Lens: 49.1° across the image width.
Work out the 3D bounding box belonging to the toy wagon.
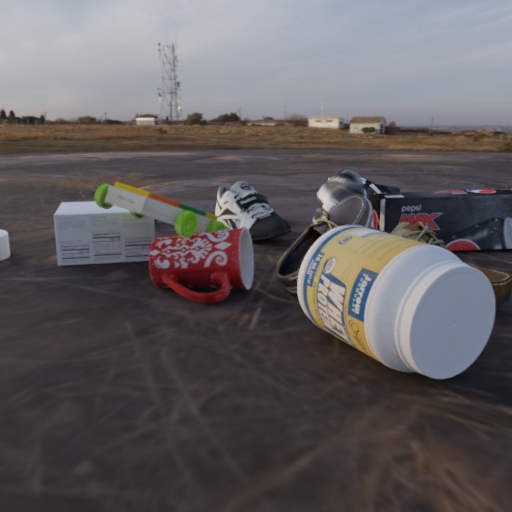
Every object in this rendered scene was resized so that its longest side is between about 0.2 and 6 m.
[{"bbox_3d":[-1.482,-0.712,9.848,1.982,0.505,2.554,20,3,29],"label":"toy wagon"}]

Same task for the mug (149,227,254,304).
[{"bbox_3d":[-0.910,0.107,8.917,1.519,1.013,1.348,-2,13,12],"label":"mug"}]

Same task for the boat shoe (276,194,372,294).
[{"bbox_3d":[1.057,-0.251,8.767,0.691,1.923,0.572,44,2,32],"label":"boat shoe"}]

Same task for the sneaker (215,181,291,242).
[{"bbox_3d":[-0.226,-1.082,13.133,1.046,1.249,2.822,-16,20,-31],"label":"sneaker"}]

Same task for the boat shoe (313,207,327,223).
[{"bbox_3d":[2.059,-1.006,13.969,0.885,0.733,2.465,-3,14,-12],"label":"boat shoe"}]

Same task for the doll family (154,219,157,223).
[{"bbox_3d":[-3.069,-1.077,14.283,1.156,0.785,2.001,-9,12,-13],"label":"doll family"}]

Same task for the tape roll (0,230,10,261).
[{"bbox_3d":[-5.662,-0.184,11.141,1.398,0.489,1.398,-1,14,0],"label":"tape roll"}]

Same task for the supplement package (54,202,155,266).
[{"bbox_3d":[-3.004,-0.513,11.302,1.847,1.024,1.439,-3,15,-13],"label":"supplement package"}]

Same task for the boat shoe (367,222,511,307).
[{"bbox_3d":[2.322,0.065,8.721,3.093,1.142,1.170,11,18,39],"label":"boat shoe"}]

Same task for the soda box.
[{"bbox_3d":[4.159,-0.754,11.888,3.463,1.225,1.097,-2,12,-7],"label":"soda box"}]

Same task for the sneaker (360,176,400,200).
[{"bbox_3d":[3.643,-1.871,17.380,1.481,0.967,2.647,3,22,-2],"label":"sneaker"}]

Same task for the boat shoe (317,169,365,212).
[{"bbox_3d":[1.682,-1.255,10.669,0.841,0.795,2.344,27,14,2],"label":"boat shoe"}]

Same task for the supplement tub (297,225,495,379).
[{"bbox_3d":[1.535,0.473,6.456,1.421,1.421,1.964,-7,15,-27],"label":"supplement tub"}]
